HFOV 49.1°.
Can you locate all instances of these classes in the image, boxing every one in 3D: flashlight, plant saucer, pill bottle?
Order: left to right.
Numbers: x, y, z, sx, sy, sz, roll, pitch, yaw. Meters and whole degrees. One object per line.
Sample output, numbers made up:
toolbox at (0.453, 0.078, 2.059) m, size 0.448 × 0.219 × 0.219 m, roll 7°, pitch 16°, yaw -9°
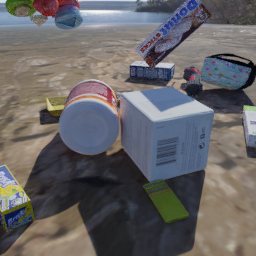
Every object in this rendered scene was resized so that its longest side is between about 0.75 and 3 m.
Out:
plant saucer at (-2.356, -0.853, 10.794) m, size 1.456 × 0.353 × 1.456 m, roll -8°, pitch 27°, yaw -15°
pill bottle at (-1.125, -0.542, 8.643) m, size 1.638 × 1.638 × 2.900 m, roll -2°, pitch 25°, yaw -4°
flashlight at (2.993, -2.235, 13.239) m, size 0.846 × 0.842 × 2.488 m, roll 38°, pitch 31°, yaw -8°

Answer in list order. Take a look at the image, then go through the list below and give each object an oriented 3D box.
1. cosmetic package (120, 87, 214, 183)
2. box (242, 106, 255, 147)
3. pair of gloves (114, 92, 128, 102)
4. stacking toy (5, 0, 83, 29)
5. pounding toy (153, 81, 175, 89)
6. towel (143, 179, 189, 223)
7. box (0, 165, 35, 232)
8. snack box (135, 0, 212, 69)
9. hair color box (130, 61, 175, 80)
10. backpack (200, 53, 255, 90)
cosmetic package at (0.887, 0.053, 7.313) m, size 1.657 × 1.667 × 1.992 m, roll -11°, pitch 29°, yaw -20°
box at (4.699, -0.032, 8.982) m, size 1.795 × 0.452 × 2.487 m, roll 8°, pitch 28°, yaw 16°
pair of gloves at (-0.282, -1.275, 11.853) m, size 1.038 × 0.214 × 1.221 m, roll 3°, pitch 23°, yaw 15°
stacking toy at (-2.015, -2.753, 6.879) m, size 1.537 × 0.717 × 1.697 m, roll -15°, pitch -7°, yaw 21°
pounding toy at (1.453, -1.523, 11.569) m, size 0.883 × 0.886 × 1.545 m, roll 9°, pitch 26°, yaw 9°
towel at (0.785, 1.553, 6.039) m, size 0.531 × 0.111 × 1.233 m, roll -13°, pitch 29°, yaw -14°
box at (-2.558, 1.396, 5.858) m, size 0.569 × 0.522 × 1.624 m, roll -18°, pitch 30°, yaw -34°
snack box at (1.444, -3.111, 9.210) m, size 2.519 × 0.905 × 0.306 m, roll -40°, pitch 5°, yaw 21°
hair color box at (1.310, -3.133, 15.198) m, size 2.236 × 0.677 × 1.118 m, roll 9°, pitch 27°, yaw 19°
backpack at (4.488, -2.528, 12.814) m, size 2.242 × 1.419 × 1.871 m, roll 15°, pitch 1°, yaw -1°
